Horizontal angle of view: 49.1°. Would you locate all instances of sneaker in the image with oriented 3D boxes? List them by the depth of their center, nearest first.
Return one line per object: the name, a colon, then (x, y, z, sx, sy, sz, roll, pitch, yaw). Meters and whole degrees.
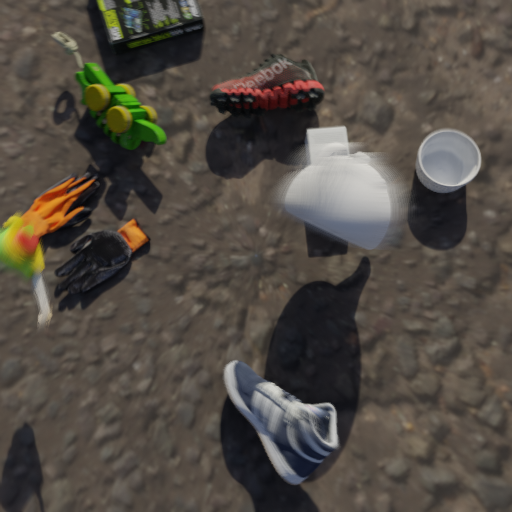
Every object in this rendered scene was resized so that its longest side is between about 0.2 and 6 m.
sneaker: (0.397, 2.183, 8.207, 1.087, 0.703, 2.004, -48, 64, 28)
sneaker: (0.151, -3.012, 9.831, 2.008, 0.710, 0.981, -7, 77, -4)

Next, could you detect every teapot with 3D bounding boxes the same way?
teapot: (1.289, -0.927, 8.168, 1.669, 1.691, 1.235, 23, 98, -14)

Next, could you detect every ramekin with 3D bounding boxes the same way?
ramekin: (3.215, -1.560, 9.545, 1.025, 0.538, 1.025, 0, 75, 1)

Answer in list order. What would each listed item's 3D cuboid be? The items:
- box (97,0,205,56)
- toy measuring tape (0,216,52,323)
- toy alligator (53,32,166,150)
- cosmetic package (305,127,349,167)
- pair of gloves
box: (-2.054, -4.823, 10.430, 1.769, 0.435, 1.832, -19, 78, -3)
toy measuring tape: (-3.163, 0.148, 7.525, 0.575, 0.575, 1.562, -18, 72, -4)
toy alligator: (-2.678, -2.698, 9.765, 2.832, 0.840, 0.768, 45, 121, 10)
cosmetic package: (1.248, -1.467, 9.563, 0.683, 0.480, 1.347, -4, 76, -1)
pair of gloves: (-2.957, -0.399, 9.437, 1.721, 0.239, 1.931, -41, 82, -10)
